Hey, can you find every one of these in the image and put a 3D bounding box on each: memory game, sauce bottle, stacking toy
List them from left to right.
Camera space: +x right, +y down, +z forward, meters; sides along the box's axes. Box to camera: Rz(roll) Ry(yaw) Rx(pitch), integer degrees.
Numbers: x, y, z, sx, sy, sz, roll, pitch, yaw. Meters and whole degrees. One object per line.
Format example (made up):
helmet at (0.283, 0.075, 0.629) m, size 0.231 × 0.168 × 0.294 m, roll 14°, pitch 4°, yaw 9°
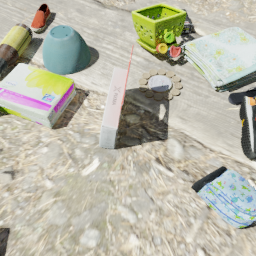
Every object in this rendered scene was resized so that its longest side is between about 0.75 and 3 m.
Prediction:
sauce bottle at (-4.561, -2.992, 10.797) m, size 0.849 × 0.849 × 2.623 m, roll 10°, pitch 52°, yaw 7°
memory game at (1.173, -1.596, 10.234) m, size 1.640 × 0.104 × 1.640 m, roll 0°, pitch 54°, yaw 0°
stacking toy at (1.531, -3.088, 10.460) m, size 0.909 × 0.823 × 0.384 m, roll 15°, pitch 6°, yaw -26°

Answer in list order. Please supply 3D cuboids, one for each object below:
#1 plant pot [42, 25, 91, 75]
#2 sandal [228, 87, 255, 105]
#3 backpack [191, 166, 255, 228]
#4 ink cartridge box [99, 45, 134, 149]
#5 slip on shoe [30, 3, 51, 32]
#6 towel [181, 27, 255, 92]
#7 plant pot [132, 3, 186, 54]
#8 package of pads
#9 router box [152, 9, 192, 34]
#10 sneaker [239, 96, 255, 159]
plant pot at (-2.421, -3.130, 10.656) m, size 1.872 × 1.261 × 1.872 m, roll 0°, pitch 53°, yaw 0°
sandal at (4.314, -1.152, 9.748) m, size 1.624 × 0.348 × 0.617 m, roll -15°, pitch 55°, yaw -11°
backpack at (2.649, 1.771, 7.186) m, size 1.276 × 1.203 × 1.564 m, roll -17°, pitch 68°, yaw -38°
ink cartridge box at (-0.361, -0.951, 8.452) m, size 0.539 × 2.150 × 2.477 m, roll 10°, pitch 54°, yaw -1°
slip on shoe at (-3.900, -4.893, 12.414) m, size 0.650 × 0.537 × 1.756 m, roll 9°, pitch 55°, yaw 4°
towel at (3.886, -2.773, 10.726) m, size 2.986 × 0.719 × 2.556 m, roll -22°, pitch 57°, yaw -16°
plant pot at (1.173, -3.821, 10.885) m, size 1.548 × 1.404 × 1.540 m, roll -24°, pitch 45°, yaw -22°
package of pads at (-3.151, -1.183, 9.484) m, size 2.364 × 0.806 × 1.826 m, roll 18°, pitch 56°, yaw 13°
router box at (1.876, -4.603, 12.217) m, size 1.580 × 0.491 × 1.184 m, roll -5°, pitch 53°, yaw -3°
sneaker at (4.093, -0.059, 8.643) m, size 1.048 × 0.815 × 2.329 m, roll 6°, pitch 52°, yaw 8°
